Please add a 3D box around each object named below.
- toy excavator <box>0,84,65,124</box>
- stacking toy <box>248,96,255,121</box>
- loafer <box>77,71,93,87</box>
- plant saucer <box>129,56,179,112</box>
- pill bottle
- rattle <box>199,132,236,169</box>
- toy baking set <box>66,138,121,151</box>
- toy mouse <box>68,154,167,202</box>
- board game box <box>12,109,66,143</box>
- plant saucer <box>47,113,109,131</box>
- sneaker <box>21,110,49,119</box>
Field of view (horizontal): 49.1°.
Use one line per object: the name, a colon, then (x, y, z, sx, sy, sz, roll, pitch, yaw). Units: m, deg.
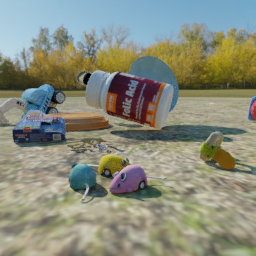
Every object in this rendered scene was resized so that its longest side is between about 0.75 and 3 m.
toy excavator: (-4.239, -0.996, 11.852, 1.221, 2.377, 2.445, 8, -17, 43)
stacking toy: (5.545, -0.520, 10.739, 1.163, 1.099, 2.003, 3, 20, 0)
loafer: (-1.734, -2.166, 12.314, 1.914, 0.724, 0.654, 29, -4, 45)
plant saucer: (0.938, -1.632, 11.118, 2.432, 2.432, 0.468, -5, -9, -32)
pill bottle: (0.047, -1.017, 9.379, 2.658, 1.517, 1.517, 16, 12, 14)
rattle: (1.786, 0.473, 5.274, 0.706, 0.644, 0.989, 18, -10, 31)
toy baking set: (-0.820, 0.393, 6.575, 1.332, 0.155, 1.022, 0, 11, 0)
toy mouse: (-0.308, 0.654, 3.986, 1.583, 0.306, 1.407, 4, 9, 24)
board game box: (-2.370, -0.097, 7.664, 1.290, 0.398, 1.290, -2, 28, -12)
plant saucer: (-2.055, -0.292, 10.443, 2.673, 0.431, 2.673, 0, 9, 0)
sneaker: (-3.020, -0.207, 8.855, 1.836, 0.655, 0.734, 12, 10, 43)
